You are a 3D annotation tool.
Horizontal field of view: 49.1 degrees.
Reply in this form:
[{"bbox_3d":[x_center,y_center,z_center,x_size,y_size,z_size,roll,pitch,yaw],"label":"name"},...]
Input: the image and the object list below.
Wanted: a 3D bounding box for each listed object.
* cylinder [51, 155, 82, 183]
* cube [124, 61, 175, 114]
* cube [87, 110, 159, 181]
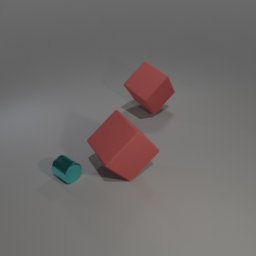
[{"bbox_3d":[-1.967,1.308,8.976,0.700,0.700,0.700,25,40,33],"label":"cylinder"},{"bbox_3d":[0.937,-1.716,12.099,1.400,1.400,1.400,-47,60,-2],"label":"cube"},{"bbox_3d":[-0.152,0.562,8.896,1.400,1.400,1.400,-46,47,3],"label":"cube"}]
